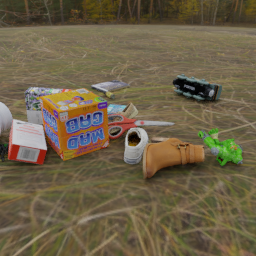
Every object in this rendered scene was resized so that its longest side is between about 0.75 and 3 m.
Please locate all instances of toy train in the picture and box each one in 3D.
[{"bbox_3d":[3.551,-2.093,14.524,1.485,1.110,2.605,-4,21,-37],"label":"toy train"}]

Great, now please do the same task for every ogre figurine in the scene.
[{"bbox_3d":[3.097,0.661,9.028,0.806,1.642,0.985,-39,30,22],"label":"ogre figurine"}]

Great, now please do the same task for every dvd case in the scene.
[{"bbox_3d":[-0.997,-2.406,16.080,1.840,0.147,1.368,-22,34,-37],"label":"dvd case"}]

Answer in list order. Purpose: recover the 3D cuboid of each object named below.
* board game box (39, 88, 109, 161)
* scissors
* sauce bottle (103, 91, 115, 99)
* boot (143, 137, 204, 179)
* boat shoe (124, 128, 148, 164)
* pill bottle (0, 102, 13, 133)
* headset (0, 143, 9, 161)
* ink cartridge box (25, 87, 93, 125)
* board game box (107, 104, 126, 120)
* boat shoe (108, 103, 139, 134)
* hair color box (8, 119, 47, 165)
[{"bbox_3d":[-1.852,-0.211,9.729,1.726,1.727,1.728,-16,30,-30],"label":"board game box"},{"bbox_3d":[0.348,-0.259,10.508,2.725,0.190,0.997,-13,63,-11],"label":"scissors"},{"bbox_3d":[-1.008,-1.740,14.583,0.267,0.267,0.826,-20,32,-35],"label":"sauce bottle"},{"bbox_3d":[1.412,0.888,8.501,1.751,0.834,2.263,8,27,16],"label":"boot"},{"bbox_3d":[0.264,0.370,9.663,0.761,0.749,2.145,5,26,11],"label":"boat shoe"},{"bbox_3d":[-5.356,0.071,9.344,1.567,1.567,2.797,14,29,26],"label":"pill bottle"},{"bbox_3d":[-4.119,0.770,9.440,0.623,0.474,1.010,-2,11,-12],"label":"headset"},{"bbox_3d":[-2.744,-0.832,11.335,2.566,1.398,0.646,3,28,-2],"label":"ink cartridge box"},{"bbox_3d":[-0.548,-0.706,12.439,0.844,0.262,1.118,6,26,12],"label":"board game box"},{"bbox_3d":[-0.315,-0.367,10.983,0.641,0.581,1.799,-15,21,47],"label":"boat shoe"},{"bbox_3d":[-3.373,0.432,9.361,1.059,0.610,1.909,14,20,-26],"label":"hair color box"}]
